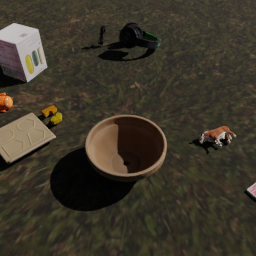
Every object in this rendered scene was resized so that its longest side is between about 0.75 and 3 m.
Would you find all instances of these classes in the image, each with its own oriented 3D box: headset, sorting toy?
[{"bbox_3d":[0.070,-3.886,12.275,2.691,1.264,1.662,16,30,-2],"label":"headset"},{"bbox_3d":[-2.976,0.128,8.667,2.242,0.300,1.670,-32,49,-28],"label":"sorting toy"}]

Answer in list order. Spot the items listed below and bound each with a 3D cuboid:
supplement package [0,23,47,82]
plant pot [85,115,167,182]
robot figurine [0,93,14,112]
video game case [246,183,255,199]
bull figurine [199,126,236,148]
[{"bbox_3d":[-4.085,-2.865,10.665,1.226,1.627,1.235,20,48,19],"label":"supplement package"},{"bbox_3d":[-0.054,0.700,7.568,2.122,0.979,2.122,0,44,0],"label":"plant pot"},{"bbox_3d":[-4.290,-0.861,9.500,0.787,0.459,0.566,-3,43,-3],"label":"robot figurine"},{"bbox_3d":[3.640,1.758,7.142,0.698,0.085,0.976,-27,51,-24],"label":"video game case"},{"bbox_3d":[2.686,0.265,8.449,1.097,0.357,0.666,-23,51,-20],"label":"bull figurine"}]
